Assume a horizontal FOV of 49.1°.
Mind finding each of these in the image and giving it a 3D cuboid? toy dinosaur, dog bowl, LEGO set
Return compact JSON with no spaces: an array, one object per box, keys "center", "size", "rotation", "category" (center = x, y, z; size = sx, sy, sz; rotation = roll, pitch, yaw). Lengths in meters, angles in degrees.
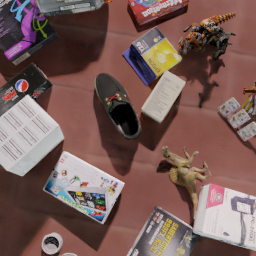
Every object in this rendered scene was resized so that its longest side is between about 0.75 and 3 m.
[{"center":[3.068,-3.581,10.565],"size":[2.443,1.248,1.658],"rotation":[-45,68,17],"category":"toy dinosaur"},{"center":[-2.770,4.209,10.169],"size":[0.759,0.223,0.759],"rotation":[0,85,0],"category":"dog bowl"},{"center":[2.277,1.738,10.293],"size":[1.405,0.809,2.780],"rotation":[-29,85,14],"category":"toy dinosaur"},{"center":[4.742,-0.803,10.340],"size":[2.203,0.541,1.646],"rotation":[-40,85,26],"category":"LEGO set"}]

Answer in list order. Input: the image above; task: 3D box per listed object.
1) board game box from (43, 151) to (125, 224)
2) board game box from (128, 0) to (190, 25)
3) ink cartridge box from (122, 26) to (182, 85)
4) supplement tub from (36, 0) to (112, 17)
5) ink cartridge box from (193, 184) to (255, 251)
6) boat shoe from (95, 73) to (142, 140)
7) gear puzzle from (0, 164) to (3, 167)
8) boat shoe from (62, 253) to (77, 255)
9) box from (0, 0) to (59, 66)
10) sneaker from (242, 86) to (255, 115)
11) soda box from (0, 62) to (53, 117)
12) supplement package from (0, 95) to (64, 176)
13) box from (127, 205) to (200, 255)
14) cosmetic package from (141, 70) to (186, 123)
[{"center":[-1.598,2.127,10.154],"size":[2.521,0.436,1.592],"rotation":[28,84,7],"category":"board game box"},{"center":[1.224,-5.015,11.124],"size":[2.179,0.212,1.122],"rotation":[-24,86,-2],"category":"board game box"},{"center":[0.915,-2.796,10.819],"size":[1.675,0.394,1.656],"rotation":[-37,86,-5],"category":"ink cartridge box"},{"center":[-2.017,-5.180,10.422],"size":[2.679,1.642,1.642],"rotation":[-10,84,-1],"category":"supplement tub"},{"center":[3.610,3.080,9.643],"size":[2.307,0.973,1.670],"rotation":[17,70,-3],"category":"ink cartridge box"},{"center":[-0.359,-0.881,10.378],"size":[1.044,0.894,2.855],"rotation":[-28,83,-1],"category":"boat shoe"},{"center":[-4.599,1.006,10.483],"size":[1.850,0.242,0.958],"rotation":[14,84,1],"category":"gear puzzle"},{"center":[-2.445,4.813,10.014],"size":[1.287,0.398,0.469],"rotation":[-6,84,-1],"category":"boat shoe"},{"center":[-4.392,-4.183,10.878],"size":[2.097,0.530,2.934],"rotation":[-36,84,-3],"category":"box"},{"center":[4.890,-1.132,10.630],"size":[0.584,0.486,1.296],"rotation":[32,91,-5],"category":"sneaker"},{"center":[-4.169,-1.176,10.401],"size":[2.666,0.844,0.943],"rotation":[-40,87,-3],"category":"soda box"},{"center":[-3.508,0.331,9.537],"size":[1.510,1.964,2.054],"rotation":[44,74,5],"category":"supplement package"},{"center":[1.217,4.237,9.992],"size":[1.813,0.553,2.289],"rotation":[32,85,3],"category":"box"},{"center":[1.317,-1.154,10.508],"size":[0.918,0.621,1.746],"rotation":[34,85,6],"category":"cosmetic package"}]
